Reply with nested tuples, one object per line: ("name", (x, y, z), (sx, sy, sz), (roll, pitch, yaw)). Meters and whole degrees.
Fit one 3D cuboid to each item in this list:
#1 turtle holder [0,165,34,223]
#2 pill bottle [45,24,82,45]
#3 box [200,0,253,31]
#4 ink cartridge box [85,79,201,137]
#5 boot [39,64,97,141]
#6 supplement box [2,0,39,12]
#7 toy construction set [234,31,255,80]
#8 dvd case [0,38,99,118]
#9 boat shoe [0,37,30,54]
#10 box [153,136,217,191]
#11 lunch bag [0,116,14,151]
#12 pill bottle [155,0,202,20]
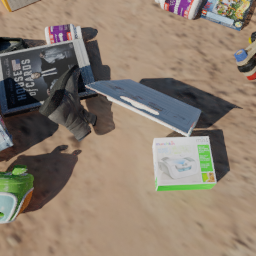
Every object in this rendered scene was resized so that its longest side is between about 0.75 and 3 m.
("turtle holder", (-3.219, 1.555, 6.655), (1.842, 1.399, 1.308), (5, 86, -41))
("pill bottle", (-2.151, -3.131, 9.432), (1.162, 0.653, 0.653), (-9, 64, -4))
("box", (3.779, -4.695, 10.330), (1.512, 0.417, 2.214), (24, 66, 11))
("ink cartridge box", (0.500, -0.438, 7.026), (2.395, 2.991, 0.707), (26, 110, 12))
("boot", (-1.491, -0.715, 7.990), (1.469, 0.779, 2.232), (40, 44, -24))
("supplement box", (-3.864, -5.313, 10.453), (1.988, 0.731, 1.253), (-29, 67, -13))
("toy construction set", (4.921, -2.496, 8.573), (2.821, 2.352, 2.167), (35, 55, -6))
("dvd case", (-2.576, -1.629, 8.768), (2.880, 0.356, 2.164), (-14, 69, -9))
("boat shoe", (-4.332, -2.710, 9.200), (2.109, 0.699, 0.788), (7, 64, 3))
("box", (1.437, 0.948, 7.421), (1.476, 0.714, 1.303), (-1, 66, 0))
("lunch bag", (-4.321, 0.110, 7.446), (1.924, 1.442, 2.269), (-32, 58, -16))
("pill bottle", (1.783, -4.543, 10.001), (1.553, 0.873, 0.873), (26, 67, 13))
